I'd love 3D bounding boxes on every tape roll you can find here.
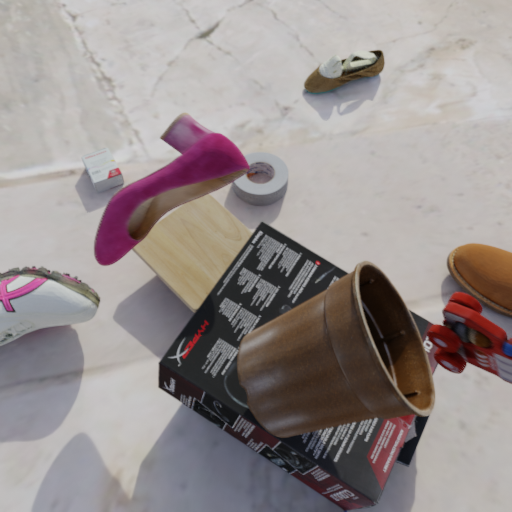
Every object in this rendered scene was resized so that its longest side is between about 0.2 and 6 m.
[{"bbox_3d":[0.076,-1.481,10.750,1.084,0.358,1.084,0,56,1],"label":"tape roll"}]

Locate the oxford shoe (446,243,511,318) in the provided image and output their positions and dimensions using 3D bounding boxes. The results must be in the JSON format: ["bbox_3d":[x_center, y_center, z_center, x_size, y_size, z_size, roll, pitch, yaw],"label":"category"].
[{"bbox_3d":[4.775,0.487,8.989,3.329,1.187,1.187,25,61,17],"label":"oxford shoe"}]

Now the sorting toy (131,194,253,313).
[{"bbox_3d":[-0.955,-0.017,9.608,1.683,0.589,1.694,-39,69,-22],"label":"sorting toy"}]

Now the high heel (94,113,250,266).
[{"bbox_3d":[-1.203,-0.631,7.698,1.216,0.854,2.535,41,97,17],"label":"high heel"}]

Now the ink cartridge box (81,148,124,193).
[{"bbox_3d":[-2.981,-1.668,10.895,0.563,0.320,0.773,-24,60,-15],"label":"ink cartridge box"}]

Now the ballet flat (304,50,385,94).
[{"bbox_3d":[1.967,-4.127,12.278,1.941,0.702,0.658,-16,66,-10],"label":"ballet flat"}]

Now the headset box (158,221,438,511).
[{"bbox_3d":[0.806,1.579,7.892,3.527,1.362,2.625,31,62,6],"label":"headset box"}]

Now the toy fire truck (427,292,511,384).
[{"bbox_3d":[2.673,1.029,6.663,0.996,1.186,0.665,22,63,42],"label":"toy fire truck"}]

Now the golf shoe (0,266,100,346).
[{"bbox_3d":[-3.996,0.971,8.729,3.201,1.162,1.474,-1,60,10],"label":"golf shoe"}]

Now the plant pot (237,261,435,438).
[{"bbox_3d":[0.802,1.150,6.161,1.675,1.692,1.692,-26,53,25],"label":"plant pot"}]
